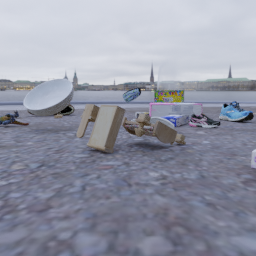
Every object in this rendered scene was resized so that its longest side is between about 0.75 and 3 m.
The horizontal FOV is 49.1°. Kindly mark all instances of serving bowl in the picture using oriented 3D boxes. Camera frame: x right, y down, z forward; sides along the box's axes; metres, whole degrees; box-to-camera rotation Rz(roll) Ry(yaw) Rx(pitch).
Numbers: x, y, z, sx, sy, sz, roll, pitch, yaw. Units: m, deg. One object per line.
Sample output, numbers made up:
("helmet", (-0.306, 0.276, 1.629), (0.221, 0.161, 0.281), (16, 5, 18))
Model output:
("serving bowl", (-2.832, -1.044, 10.339), (1.886, 0.620, 1.886), (-10, 41, 9))

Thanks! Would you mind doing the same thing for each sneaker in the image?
("sneaker", (0.970, -0.123, 9.653), (1.697, 0.600, 0.842), (4, 9, 38))
("sneaker", (-4.618, -1.228, 17.053), (2.802, 0.987, 1.058), (-5, 9, -32))
("sneaker", (5.272, -0.834, 13.849), (0.853, 0.979, 2.176), (-2, 7, -19))
("sneaker", (3.101, -0.316, 11.419), (1.289, 0.557, 0.518), (5, 10, 32))

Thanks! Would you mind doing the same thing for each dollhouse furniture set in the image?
("dollhouse furniture set", (0.063, 0.300, 7.361), (1.897, 1.086, 2.224), (9, -13, 47))

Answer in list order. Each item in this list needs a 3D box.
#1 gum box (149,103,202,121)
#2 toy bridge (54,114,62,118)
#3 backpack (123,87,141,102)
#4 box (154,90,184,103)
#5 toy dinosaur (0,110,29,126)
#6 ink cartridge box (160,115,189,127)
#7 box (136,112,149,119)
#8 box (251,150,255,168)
("gum box", (2.426, -0.824, 14.176), (2.643, 0.874, 1.500), (0, 7, 2))
("toy bridge", (-3.893, -0.649, 15.765), (0.373, 0.151, 1.109), (-1, 7, -7))
("backpack", (0.167, -1.716, 14.668), (0.908, 0.698, 0.741), (-9, -2, -25))
("box", (2.266, -1.351, 15.649), (1.620, 1.560, 0.988), (1, 7, 5))
("toy dinosaur", (-5.288, -0.219, 11.577), (1.501, 1.654, 0.869), (-17, 44, 19))
("ink cartridge box", (2.022, -0.335, 12.246), (0.818, 0.385, 1.739), (3, 8, 28))
("box", (0.925, -0.713, 15.685), (0.960, 0.293, 1.212), (0, 7, 0))
("box", (2.987, 0.626, 4.724), (1.654, 0.320, 0.343), (6, 9, 39))
